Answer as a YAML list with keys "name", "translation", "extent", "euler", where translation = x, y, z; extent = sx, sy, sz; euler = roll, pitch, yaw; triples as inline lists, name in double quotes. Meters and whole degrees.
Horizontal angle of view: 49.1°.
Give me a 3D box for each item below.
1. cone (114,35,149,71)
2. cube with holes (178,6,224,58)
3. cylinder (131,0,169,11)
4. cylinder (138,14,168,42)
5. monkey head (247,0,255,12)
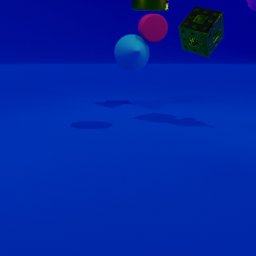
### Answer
- name: "cone"
  translation: [0.269, -2.978, 10.999]
  extent: [1.481, 1.481, 1.486]
  euler: [-2, 12, -8]
- name: "cube with holes"
  translation: [2.213, -2.880, 8.392]
  extent: [0.928, 0.928, 0.928]
  euler: [29, 72, 31]
- name: "cylinder"
  translation: [0.553, -3.425, 6.922]
  extent: [0.947, 0.947, 0.947]
  euler: [2, 25, -1]
- name: "cylinder"
  translation: [0.995, -4.083, 11.426]
  extent: [1.040, 1.040, 1.040]
  euler: [-2, 22, -6]
- name: "monkey head"
  translation: [3.487, -3.428, 7.364]
  extent: [1.652, 1.188, 0.995]
  euler: [37, 64, 10]
